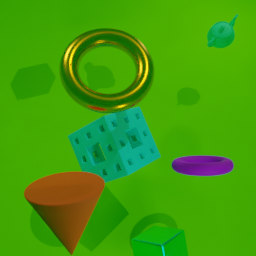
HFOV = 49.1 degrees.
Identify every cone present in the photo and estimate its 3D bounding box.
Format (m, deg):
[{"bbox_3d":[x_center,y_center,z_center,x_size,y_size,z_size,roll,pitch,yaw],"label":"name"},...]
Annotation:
[{"bbox_3d":[-0.887,1.397,4.187,1.144,1.148,1.144,-2,13,0],"label":"cone"}]

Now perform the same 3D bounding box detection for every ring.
[{"bbox_3d":[1.434,0.715,5.435,1.166,1.166,0.233,-2,92,-2],"label":"ring"},{"bbox_3d":[-0.338,-0.978,4.649,1.574,0.315,1.574,2,70,-5],"label":"ring"}]

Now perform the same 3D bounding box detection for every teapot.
[{"bbox_3d":[2.689,-2.722,7.981,1.230,0.602,0.765,-44,69,-8],"label":"teapot"}]

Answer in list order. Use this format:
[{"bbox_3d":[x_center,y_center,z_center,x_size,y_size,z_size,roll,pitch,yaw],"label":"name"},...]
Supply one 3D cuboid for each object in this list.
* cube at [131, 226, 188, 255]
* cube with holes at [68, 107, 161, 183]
[{"bbox_3d":[0.595,2.274,5.066,0.715,0.715,0.715,-9,89,-48],"label":"cube"},{"bbox_3d":[-0.280,0.389,5.904,1.171,1.171,1.171,-19,85,-51],"label":"cube with holes"}]
